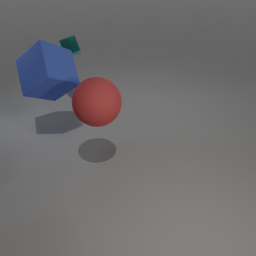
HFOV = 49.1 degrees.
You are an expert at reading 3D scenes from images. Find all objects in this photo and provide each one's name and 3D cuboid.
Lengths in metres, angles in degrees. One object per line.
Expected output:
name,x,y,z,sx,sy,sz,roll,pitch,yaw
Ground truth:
cube,-2.493,-3.507,12.138,0.700,0.700,0.700,-22,8,-4
ball,-0.876,-0.731,7.900,1.400,1.400,1.400,0,30,0
cube,-2.733,-1.900,9.573,1.400,1.400,1.400,-25,-15,31
